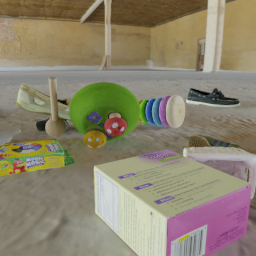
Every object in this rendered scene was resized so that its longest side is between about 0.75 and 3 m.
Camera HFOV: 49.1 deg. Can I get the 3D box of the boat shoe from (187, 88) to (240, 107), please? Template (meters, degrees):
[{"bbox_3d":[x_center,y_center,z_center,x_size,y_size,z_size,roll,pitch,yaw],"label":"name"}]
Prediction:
[{"bbox_3d":[4.640,-1.742,15.349,2.911,0.965,1.088,12,19,38],"label":"boat shoe"}]

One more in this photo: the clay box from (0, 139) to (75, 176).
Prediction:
[{"bbox_3d":[-2.429,0.686,7.069,1.964,0.467,1.128,-7,17,-23],"label":"clay box"}]

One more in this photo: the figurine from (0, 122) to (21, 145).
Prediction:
[{"bbox_3d":[-4.897,0.094,8.438,2.562,1.103,2.500,12,15,37],"label":"figurine"}]

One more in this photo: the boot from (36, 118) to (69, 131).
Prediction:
[{"bbox_3d":[-2.511,-0.204,10.256,1.414,0.510,1.068,-2,12,30],"label":"boot"}]

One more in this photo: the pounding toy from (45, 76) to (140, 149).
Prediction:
[{"bbox_3d":[-0.979,-0.138,8.031,2.783,2.148,1.291,7,42,-10],"label":"pounding toy"}]

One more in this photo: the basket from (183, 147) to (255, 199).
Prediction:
[{"bbox_3d":[1.754,0.856,5.617,1.322,0.896,0.816,0,13,0],"label":"basket"}]

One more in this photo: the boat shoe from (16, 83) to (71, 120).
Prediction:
[{"bbox_3d":[-2.514,-0.874,9.987,2.679,0.843,0.977,12,11,-25],"label":"boat shoe"}]

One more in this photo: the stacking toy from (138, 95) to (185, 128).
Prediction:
[{"bbox_3d":[0.733,-0.680,11.223,2.912,1.243,1.243,4,14,35],"label":"stacking toy"}]

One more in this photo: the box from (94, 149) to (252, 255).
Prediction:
[{"bbox_3d":[0.606,1.145,4.460,1.650,0.907,1.875,-10,18,-33],"label":"box"}]

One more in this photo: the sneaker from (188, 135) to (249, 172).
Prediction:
[{"bbox_3d":[2.386,0.653,7.039,0.856,0.640,1.908,1,15,-23],"label":"sneaker"}]
